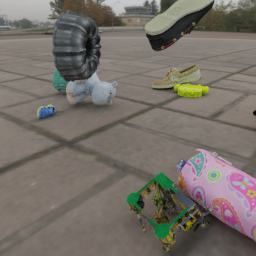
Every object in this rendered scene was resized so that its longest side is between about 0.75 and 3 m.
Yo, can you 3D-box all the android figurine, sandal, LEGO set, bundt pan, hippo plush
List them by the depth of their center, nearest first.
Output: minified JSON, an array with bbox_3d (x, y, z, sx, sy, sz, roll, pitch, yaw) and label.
[{"bbox_3d":[0.814,1.744,5.684,1.229,0.926,1.599,-44,36,-18],"label":"LEGO set"},{"bbox_3d":[-1.713,-2.969,10.366,0.969,2.583,2.583,6,24,15],"label":"bundt pan"},{"bbox_3d":[-3.353,-0.700,11.737,0.481,0.439,1.104,14,27,20],"label":"sandal"},{"bbox_3d":[-1.582,-1.657,13.024,1.869,1.852,2.325,32,27,9],"label":"hippo plush"},{"bbox_3d":[3.356,-2.027,14.922,1.799,0.406,1.976,10,23,22],"label":"android figurine"}]

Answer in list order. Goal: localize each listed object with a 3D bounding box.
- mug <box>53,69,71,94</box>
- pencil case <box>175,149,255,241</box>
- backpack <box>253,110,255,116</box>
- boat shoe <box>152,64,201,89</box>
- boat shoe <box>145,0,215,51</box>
[{"bbox_3d":[-3.152,-2.400,14.612,1.607,0.994,1.321,-1,-16,33],"label":"mug"},{"bbox_3d":[2.291,1.423,5.603,1.232,1.232,2.818,-15,28,-31],"label":"pencil case"},{"bbox_3d":[6.376,-0.584,9.474,2.819,2.171,2.685,-5,33,-19],"label":"backpack"},{"bbox_3d":[2.703,-2.934,15.914,2.880,0.956,1.066,-15,19,-8],"label":"boat shoe"},{"bbox_3d":[1.366,-2.755,7.147,2.138,0.670,0.782,-37,47,-12],"label":"boat shoe"}]
